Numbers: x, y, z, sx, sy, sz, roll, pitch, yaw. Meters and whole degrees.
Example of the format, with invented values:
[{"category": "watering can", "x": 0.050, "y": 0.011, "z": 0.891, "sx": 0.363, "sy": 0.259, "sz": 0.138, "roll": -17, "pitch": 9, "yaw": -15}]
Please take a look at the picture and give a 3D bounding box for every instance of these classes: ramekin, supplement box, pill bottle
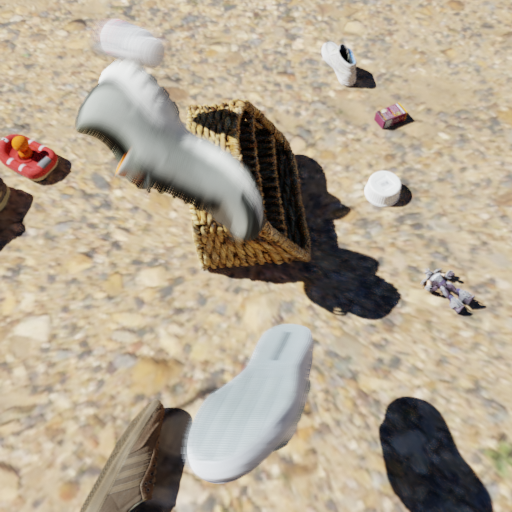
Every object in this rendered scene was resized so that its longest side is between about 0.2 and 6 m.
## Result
[{"category": "ramekin", "x": 2.804, "y": -1.495, "z": 12.328, "sx": 0.787, "sy": 0.384, "sz": 0.787, "roll": 0, "pitch": 59, "yaw": 0}, {"category": "supplement box", "x": 3.239, "y": -3.370, "z": 13.493, "sx": 0.675, "sy": 0.289, "sz": 0.373, "roll": -24, "pitch": 62, "yaw": -13}, {"category": "pill bottle", "x": -2.058, "y": -3.528, "z": 9.395, "sx": 1.038, "sy": 0.621, "sz": 0.621, "roll": 32, "pitch": 64, "yaw": 28}]

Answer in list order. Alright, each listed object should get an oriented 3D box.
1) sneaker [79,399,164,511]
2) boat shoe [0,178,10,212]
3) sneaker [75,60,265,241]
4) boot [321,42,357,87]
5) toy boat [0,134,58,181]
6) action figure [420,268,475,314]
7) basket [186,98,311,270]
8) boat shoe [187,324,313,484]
[{"category": "sneaker", "x": -2.015, "y": 3.565, "z": 9.237, "sx": 0.891, "sy": 0.830, "sz": 2.358, "roll": 36, "pitch": 59, "yaw": -11}, {"category": "boat shoe", "x": -5.930, "y": -0.853, "z": 11.701, "sx": 0.812, "sy": 0.799, "sz": 2.180, "roll": 6, "pitch": 60, "yaw": 4}, {"category": "sneaker", "x": -1.285, "y": -1.329, "z": 8.678, "sx": 3.390, "sy": 1.253, "sz": 1.344, "roll": 41, "pitch": 66, "yaw": -17}, {"category": "boot", "x": 2.156, "y": -5.116, "z": 14.251, "sx": 0.588, "sy": 0.764, "sz": 1.599, "roll": -19, "pitch": 61, "yaw": -11}, {"category": "toy boat", "x": -5.188, "y": -2.336, "z": 12.535, "sx": 1.345, "sy": 0.879, "sz": 0.878, "roll": 26, "pitch": 63, "yaw": 15}, {"category": "action figure", "x": 3.752, "y": 0.606, "z": 11.099, "sx": 0.713, "sy": 0.380, "sz": 1.096, "roll": -37, "pitch": 63, "yaw": -14}, {"category": "basket", "x": -0.145, "y": -1.589, "z": 11.280, "sx": 2.376, "sy": 2.277, "sz": 3.190, "roll": -4, "pitch": 60, "yaw": -1}, {"category": "boat shoe", "x": 0.179, "y": 1.936, "z": 6.985, "sx": 1.106, "sy": 1.004, "sz": 3.008, "roll": -1, "pitch": 20, "yaw": 26}]
